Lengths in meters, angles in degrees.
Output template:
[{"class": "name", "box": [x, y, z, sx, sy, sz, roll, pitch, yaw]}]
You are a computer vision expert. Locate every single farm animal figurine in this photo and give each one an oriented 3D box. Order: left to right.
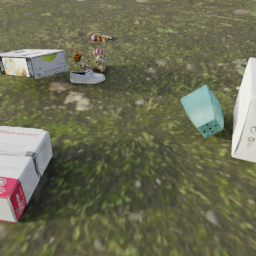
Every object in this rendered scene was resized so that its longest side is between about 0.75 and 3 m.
[{"class": "farm animal figurine", "box": [-1.588, -2.798, 12.203, 1.468, 0.738, 1.185, -18, 59, -27]}]

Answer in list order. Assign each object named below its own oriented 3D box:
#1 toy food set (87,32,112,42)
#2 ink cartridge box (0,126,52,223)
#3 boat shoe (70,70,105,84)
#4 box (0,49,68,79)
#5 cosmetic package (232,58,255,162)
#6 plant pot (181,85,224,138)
[{"class": "toy food set", "box": [-1.588, -4.978, 15.481, 1.254, 0.197, 0.797, 24, 43, 18]}, {"class": "ink cartridge box", "box": [-3.024, 1.007, 6.835, 1.626, 0.933, 2.238, 5, 37, 7]}, {"class": "boat shoe", "box": [-1.648, -2.134, 11.397, 1.403, 0.481, 0.505, 2, 38, -1]}, {"class": "box", "box": [-3.678, -2.465, 10.559, 2.539, 0.764, 1.481, 14, 29, 37]}, {"class": "cosmetic package", "box": [4.186, -0.439, 7.812, 2.043, 2.055, 2.456, 12, 38, 14]}, {"class": "plant pot", "box": [2.338, -0.425, 8.528, 0.920, 0.920, 1.302, -30, 40, 23]}]
